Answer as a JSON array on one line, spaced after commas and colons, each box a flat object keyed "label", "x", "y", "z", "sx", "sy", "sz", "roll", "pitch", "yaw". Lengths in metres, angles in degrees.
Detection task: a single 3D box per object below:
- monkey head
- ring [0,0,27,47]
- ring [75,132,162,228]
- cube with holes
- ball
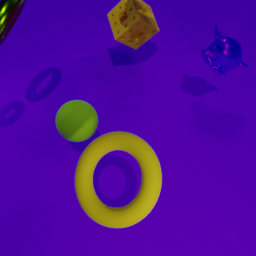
[{"label": "monkey head", "x": 2.603, "y": -2.109, "z": 7.850, "sx": 0.983, "sy": 1.630, "sz": 1.173, "roll": -42, "pitch": 30, "yaw": 17}, {"label": "ring", "x": -2.735, "y": -2.415, "z": 6.224, "sx": 0.352, "sy": 1.759, "sz": 1.759, "roll": 31, "pitch": 46, "yaw": -25}, {"label": "ring", "x": -0.192, "y": 0.792, "z": 4.422, "sx": 1.497, "sy": 0.299, "sz": 1.497, "roll": -6, "pitch": 76, "yaw": 23}, {"label": "cube with holes", "x": 0.167, "y": -3.434, "z": 9.120, "sx": 1.058, "sy": 1.058, "sz": 1.058, "roll": 8, "pitch": 59, "yaw": -48}, {"label": "ball", "x": -1.127, "y": -0.155, "z": 6.202, "sx": 0.924, "sy": 0.924, "sz": 0.924, "roll": 0, "pitch": 51, "yaw": 0}]
